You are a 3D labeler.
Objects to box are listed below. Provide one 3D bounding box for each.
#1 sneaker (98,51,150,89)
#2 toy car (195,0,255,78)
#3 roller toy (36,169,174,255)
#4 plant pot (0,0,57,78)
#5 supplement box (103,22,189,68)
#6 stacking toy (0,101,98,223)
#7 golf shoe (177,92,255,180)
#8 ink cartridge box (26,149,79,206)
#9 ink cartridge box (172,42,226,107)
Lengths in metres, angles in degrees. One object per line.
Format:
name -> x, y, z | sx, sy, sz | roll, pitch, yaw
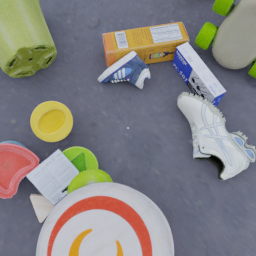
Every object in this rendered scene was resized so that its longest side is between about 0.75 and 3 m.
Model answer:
sneaker -> -0.064, -1.535, 8.704 | 1.535, 0.619, 1.124 | -31, 109, 24
toy car -> 3.922, -3.332, 9.054 | 2.360, 2.267, 2.873 | 32, 43, 9
roller toy -> -0.383, 2.699, 6.204 | 2.736, 2.096, 2.999 | 20, 77, 16
plant pot -> -3.422, -2.926, 8.465 | 2.540, 2.540, 2.335 | -28, 82, -11
supplement box -> 0.548, -2.635, 9.001 | 2.625, 0.873, 0.903 | -8, 64, -4
stacking toy -> -2.316, 0.908, 7.790 | 2.751, 1.162, 2.490 | -40, 99, -11
golf shoe -> 2.161, 0.197, 7.814 | 1.338, 1.077, 2.752 | -39, 72, -8
ink cartridge box -> -1.847, 1.264, 7.202 | 1.057, 0.215, 1.059 | -40, 99, -10
ink cartridge box -> 2.102, -1.557, 8.537 | 0.436, 0.926, 1.970 | -27, 70, -10
